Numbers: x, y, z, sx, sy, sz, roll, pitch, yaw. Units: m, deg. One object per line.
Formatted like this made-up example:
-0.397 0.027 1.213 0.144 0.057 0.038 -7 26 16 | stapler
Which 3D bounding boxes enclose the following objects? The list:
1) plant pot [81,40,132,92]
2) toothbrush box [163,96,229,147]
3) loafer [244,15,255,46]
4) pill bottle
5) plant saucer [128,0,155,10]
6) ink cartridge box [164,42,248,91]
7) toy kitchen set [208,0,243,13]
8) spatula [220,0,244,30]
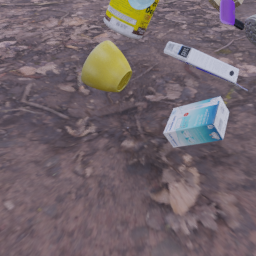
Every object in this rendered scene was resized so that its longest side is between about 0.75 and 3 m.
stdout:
-0.329 -1.075 5.364 0.679 0.956 0.956 36 47 12 | plant pot
1.384 -0.106 5.692 1.111 0.474 0.813 -14 36 42 | toothbrush box
3.820 -2.468 6.987 0.887 0.889 2.542 -21 27 -1 | loafer
0.342 -4.508 9.290 1.509 2.762 1.509 21 29 -12 | pill bottle
0.386 -3.234 6.701 0.835 0.835 0.161 23 12 28 | plant saucer
1.750 -1.433 6.323 1.598 0.347 1.583 21 16 -17 | ink cartridge box
3.244 -4.485 9.255 0.856 0.949 0.774 -6 52 62 | toy kitchen set
3.142 -3.249 8.306 0.252 0.693 2.452 2 7 31 | spatula
